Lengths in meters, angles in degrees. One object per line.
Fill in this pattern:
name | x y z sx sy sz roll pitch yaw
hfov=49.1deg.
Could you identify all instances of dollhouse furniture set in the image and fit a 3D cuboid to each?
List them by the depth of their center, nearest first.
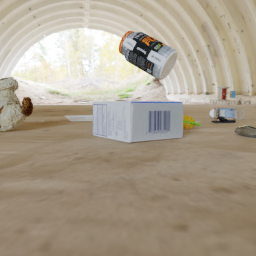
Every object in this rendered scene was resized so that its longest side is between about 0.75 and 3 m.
dollhouse furniture set | 5.012 -1.236 13.837 1.138 1.614 1.131 5 8 40

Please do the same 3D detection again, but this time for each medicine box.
medicine box | 0.215 -0.238 7.497 1.711 0.967 1.879 -4 7 -35

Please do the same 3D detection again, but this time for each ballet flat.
ballet flat | 3.623 0.064 7.279 0.596 0.410 1.768 -4 7 -36

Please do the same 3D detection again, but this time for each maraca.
maraca | 2.040 -0.180 9.445 0.867 0.464 0.594 12 3 41

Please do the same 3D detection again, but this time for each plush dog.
plush dog | -4.071 -0.463 9.040 2.122 1.702 1.822 -36 40 -27

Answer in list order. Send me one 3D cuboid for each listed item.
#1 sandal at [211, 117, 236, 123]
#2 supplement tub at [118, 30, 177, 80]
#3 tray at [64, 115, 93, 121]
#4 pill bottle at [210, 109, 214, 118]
sandal | 4.020 -0.346 11.847 1.118 0.268 0.420 -2 6 -17
supplement tub | 0.806 -3.134 11.846 2.286 1.401 1.401 33 18 18
tray | -1.908 -0.471 13.249 2.036 0.226 1.093 -2 7 -21
pill bottle | 4.580 -0.762 14.725 0.491 0.491 0.873 3 7 28
